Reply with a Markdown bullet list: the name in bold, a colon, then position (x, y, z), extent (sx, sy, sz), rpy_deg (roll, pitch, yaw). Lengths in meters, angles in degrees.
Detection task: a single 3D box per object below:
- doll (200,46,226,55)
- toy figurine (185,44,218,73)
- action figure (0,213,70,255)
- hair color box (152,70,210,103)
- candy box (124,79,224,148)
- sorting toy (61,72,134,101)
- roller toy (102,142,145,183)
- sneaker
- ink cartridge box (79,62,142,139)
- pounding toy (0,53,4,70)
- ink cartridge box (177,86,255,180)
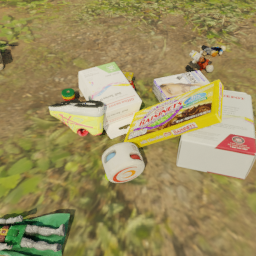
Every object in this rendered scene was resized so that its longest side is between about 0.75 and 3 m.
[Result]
- **doll**: position (3.904, -3.501, 12.651), extent (1.274, 0.309, 0.869), rpy_deg (-14, 36, -25)
- **toy figurine**: position (2.932, -2.607, 11.055), extent (1.116, 1.099, 0.776), rpy_deg (-29, 59, -27)
- **action figure**: position (-2.402, 2.316, 6.031), extent (2.056, 0.562, 1.214), rpy_deg (1, 45, 6)
- **hair color box**: position (1.936, -1.383, 9.948), extent (1.891, 0.613, 1.034), rpy_deg (-15, 53, -17)
- **candy box**: position (1.207, -0.314, 7.769), extent (2.859, 0.378, 1.461), rpy_deg (-20, 31, 35)
- **sorting toy**: position (-1.047, -1.529, 10.334), extent (2.735, 0.463, 1.319), rpy_deg (-8, 42, -8)
- **roller toy**: position (-0.126, 0.862, 7.198), extent (1.089, 0.993, 0.761), rpy_deg (-15, 57, -11)
- **sneaker**: position (-1.627, -0.275, 8.628), extent (0.943, 1.089, 2.413), rpy_deg (-23, 23, -39)
- **ink cartridge box**: position (-0.502, -0.944, 9.014), extent (1.374, 0.790, 2.347), rpy_deg (-22, 63, -23)
- **pounding toy**: position (-6.067, -3.335, 11.714), extent (1.303, 1.307, 2.279), rpy_deg (-13, 43, -20)
- **ink cartridge box**: position (2.555, 0.016, 8.149), extent (1.880, 1.068, 2.580), rpy_deg (10, 43, 11)
